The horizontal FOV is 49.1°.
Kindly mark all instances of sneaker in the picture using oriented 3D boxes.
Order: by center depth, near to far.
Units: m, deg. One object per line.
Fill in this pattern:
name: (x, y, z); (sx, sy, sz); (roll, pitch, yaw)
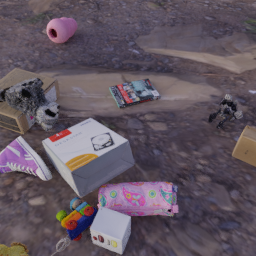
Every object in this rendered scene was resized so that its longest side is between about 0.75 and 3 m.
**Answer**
sneaker: (-3.430, 1.275, 9.152); (1.219, 0.775, 2.138); (-40, 53, -22)

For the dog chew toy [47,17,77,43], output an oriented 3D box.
dog chew toy: (-3.520, -5.491, 15.449); (1.270, 1.270, 2.039); (18, 40, 17)

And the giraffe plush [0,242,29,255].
giraffe plush: (-3.067, 3.239, 7.148); (0.904, 1.115, 0.962); (16, 22, -32)

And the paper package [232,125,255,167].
paper package: (4.227, 0.652, 9.400); (1.091, 1.145, 0.592); (25, 51, 22)

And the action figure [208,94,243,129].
action figure: (3.893, -0.688, 10.812); (1.061, 0.911, 1.785); (48, 56, 3)

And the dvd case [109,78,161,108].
dvd case: (0.286, -1.541, 12.212); (1.900, 0.209, 1.387); (-16, 48, -14)

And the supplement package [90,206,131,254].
supplement package: (-0.445, 2.739, 7.480); (0.895, 0.935, 0.688); (15, 47, 14)

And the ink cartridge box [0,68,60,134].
ink cartridge box: (-4.364, -1.173, 11.287); (2.137, 0.974, 2.594); (18, 48, 14)

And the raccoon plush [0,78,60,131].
raccoon plush: (-3.676, -0.753, 10.196); (2.634, 1.765, 1.274); (-1, 32, 31)

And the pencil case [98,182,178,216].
pencil case: (0.289, 2.050, 8.007); (2.245, 0.981, 0.981); (-1, 45, 7)

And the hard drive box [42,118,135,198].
hard drive box: (-1.318, 0.790, 8.847); (1.933, 0.953, 2.480); (-28, 31, -25)

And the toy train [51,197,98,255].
toy train: (-1.696, 2.670, 7.799); (1.624, 0.688, 0.940); (-35, 44, -29)
